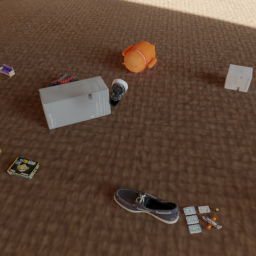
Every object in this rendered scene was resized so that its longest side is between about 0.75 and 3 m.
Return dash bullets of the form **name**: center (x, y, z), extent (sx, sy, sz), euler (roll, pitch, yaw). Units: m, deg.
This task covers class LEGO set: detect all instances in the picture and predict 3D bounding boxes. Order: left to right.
- **LEGO set**: center (2.367, 2.764, 8.680), extent (1.104, 0.271, 0.824), euler (-5, 48, -6)

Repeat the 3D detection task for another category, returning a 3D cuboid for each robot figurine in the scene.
- **robot figurine**: center (0.601, -3.716, 14.641), extent (1.239, 1.528, 2.125), euler (-22, 21, 49)

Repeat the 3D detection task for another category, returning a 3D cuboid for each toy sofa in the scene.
- **toy sofa**: center (-6.277, -2.978, 14.476), extent (0.793, 0.387, 0.328), euler (23, 49, 21)

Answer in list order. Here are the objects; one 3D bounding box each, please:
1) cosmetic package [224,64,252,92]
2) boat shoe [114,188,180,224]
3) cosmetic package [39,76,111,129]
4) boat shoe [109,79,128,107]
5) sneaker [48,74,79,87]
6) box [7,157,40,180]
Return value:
- **cosmetic package**: center (5.332, -2.407, 13.526), extent (1.068, 0.880, 0.881), euler (13, 46, 15)
- **boat shoe**: center (0.577, 2.290, 8.846), extent (2.172, 0.681, 0.789), euler (17, 47, 17)
- **cosmetic package**: center (-2.216, -1.082, 11.783), extent (2.695, 1.440, 1.215), euler (-19, 48, -16)
- **boat shoe**: center (-0.413, -1.162, 9.760), extent (0.546, 1.563, 0.518), euler (20, 70, -9)
- **sneaker**: center (-3.184, -2.254, 13.628), extent (1.493, 0.528, 0.729), euler (-21, 48, -23)
- **box**: center (-3.733, 1.444, 10.060), extent (0.873, 0.215, 0.697), euler (13, 44, 13)
